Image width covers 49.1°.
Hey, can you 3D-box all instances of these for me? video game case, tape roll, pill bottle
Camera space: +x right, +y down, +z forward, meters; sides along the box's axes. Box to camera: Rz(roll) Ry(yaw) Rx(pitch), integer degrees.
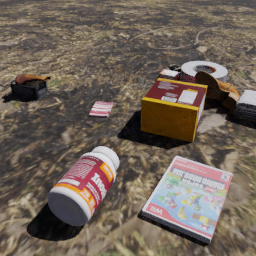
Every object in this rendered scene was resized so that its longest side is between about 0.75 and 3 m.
[{"bbox_3d":[1.841,1.922,8.290,1.921,0.234,2.687,17,37,23],"label":"video game case"},{"bbox_3d":[3.956,-2.751,14.770,2.367,0.782,2.367,0,34,0],"label":"tape roll"},{"bbox_3d":[-1.135,1.521,7.956,1.265,1.265,2.239,13,36,19],"label":"pill bottle"}]

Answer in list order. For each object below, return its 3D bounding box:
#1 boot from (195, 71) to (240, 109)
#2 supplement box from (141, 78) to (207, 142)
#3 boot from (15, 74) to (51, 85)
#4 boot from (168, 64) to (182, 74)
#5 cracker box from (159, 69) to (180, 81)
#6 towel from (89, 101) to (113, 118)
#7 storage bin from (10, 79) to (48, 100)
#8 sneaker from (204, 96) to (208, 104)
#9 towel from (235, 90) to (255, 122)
[{"bbox_3d":[4.171,-1.925,13.031,2.362,0.870,1.827,42,34,1],"label":"boot"},{"bbox_3d":[1.861,-0.811,11.281,2.129,1.433,2.159,13,36,18],"label":"supplement box"},{"bbox_3d":[-4.497,-2.254,13.234,1.297,0.444,1.221,8,16,16],"label":"boot"},{"bbox_3d":[3.023,-3.443,16.138,1.221,0.441,0.922,-11,33,-18],"label":"boot"},{"bbox_3d":[2.317,-2.926,15.491,0.981,0.283,0.657,16,37,24],"label":"cracker box"},{"bbox_3d":[-1.193,-0.848,12.525,0.866,0.137,1.202,4,34,8],"label":"towel"},{"bbox_3d":[-4.826,-1.973,13.693,1.523,0.714,1.029,9,35,15],"label":"storage bin"},{"bbox_3d":[2.948,-1.703,13.280,1.969,0.726,0.854,25,38,31],"label":"sneaker"},{"bbox_3d":[5.725,-0.876,11.992,1.918,0.821,1.588,18,36,28],"label":"towel"}]
